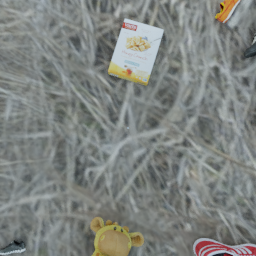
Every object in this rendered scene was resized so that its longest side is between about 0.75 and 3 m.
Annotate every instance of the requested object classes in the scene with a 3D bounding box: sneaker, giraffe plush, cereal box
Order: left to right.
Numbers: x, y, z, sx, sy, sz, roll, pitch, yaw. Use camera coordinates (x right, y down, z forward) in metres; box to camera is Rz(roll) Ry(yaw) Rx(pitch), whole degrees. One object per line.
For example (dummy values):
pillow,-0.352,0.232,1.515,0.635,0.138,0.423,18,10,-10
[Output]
sneaker,-3.449,3.522,8.296,0.815,0.271,0.369,-6,83,-4
giraffe plush,-0.477,3.574,7.554,2.100,2.433,1.973,32,68,-23
cereal box,0.245,-2.350,8.670,1.284,0.353,1.784,16,86,1
sneaker,3.188,-3.922,8.738,0.493,0.466,1.277,33,86,1
sneaker,3.070,3.692,7.712,2.337,1.314,0.833,8,85,3
sneaker,4.123,-2.805,8.595,1.758,0.651,0.778,-34,86,-12
